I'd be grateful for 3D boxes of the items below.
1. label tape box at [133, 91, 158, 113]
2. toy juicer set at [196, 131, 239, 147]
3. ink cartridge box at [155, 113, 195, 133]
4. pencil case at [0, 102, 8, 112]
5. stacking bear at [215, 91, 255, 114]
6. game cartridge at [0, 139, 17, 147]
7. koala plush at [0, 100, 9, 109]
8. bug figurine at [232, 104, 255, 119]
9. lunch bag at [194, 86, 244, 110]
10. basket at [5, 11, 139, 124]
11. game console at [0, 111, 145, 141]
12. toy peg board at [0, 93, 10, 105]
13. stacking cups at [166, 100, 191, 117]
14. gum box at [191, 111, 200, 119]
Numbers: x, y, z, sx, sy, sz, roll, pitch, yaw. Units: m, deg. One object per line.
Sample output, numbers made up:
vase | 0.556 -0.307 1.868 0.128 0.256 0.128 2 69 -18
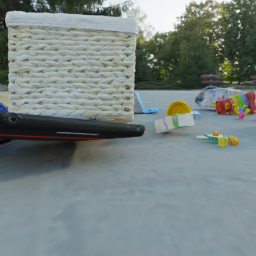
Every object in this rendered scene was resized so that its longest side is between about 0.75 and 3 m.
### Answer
label tape box | -0.118 -1.236 12.924 2.944 0.973 2.109 -1 9 4
toy juicer set | 2.072 0.185 6.314 0.632 0.270 0.993 -3 9 -18
ink cartridge box | 1.191 -0.127 7.261 0.603 0.350 0.833 -6 -8 -39
pencil case | -3.167 -0.342 6.366 0.626 0.696 1.603 11 0 -34
stacking bear | 4.481 -0.974 11.896 1.575 0.956 0.895 -9 7 -12
game cartridge | -3.205 0.263 5.718 1.181 0.359 1.772 5 10 8
koala plush | -4.475 -0.625 8.535 1.870 1.719 1.658 22 22 6
bug figurine | 4.645 -0.544 10.335 1.682 0.433 1.304 11 20 33
lunch bag | 4.328 -1.415 13.491 1.542 1.156 1.818 -1 4 -36
basket | -1.248 -1.206 7.086 2.863 2.302 2.837 -1 -4 -6
game console | -1.391 -0.023 4.924 2.663 0.413 2.355 4 -7 -42
toy peg board | -4.031 -0.743 10.992 1.773 0.867 1.765 -5 26 -19
stacking cups | 1.675 -0.462 8.870 0.708 0.708 2.339 2 3 14
gum box | 2.201 -0.508 10.715 0.991 0.221 0.842 1 10 9
